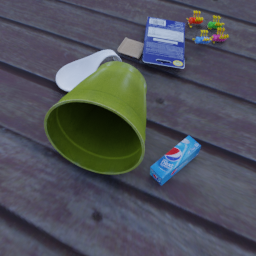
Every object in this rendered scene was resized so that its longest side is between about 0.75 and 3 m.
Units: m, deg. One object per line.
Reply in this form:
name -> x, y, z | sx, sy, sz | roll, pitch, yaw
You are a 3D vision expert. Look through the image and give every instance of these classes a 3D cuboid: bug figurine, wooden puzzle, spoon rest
bug figurine -> 3.196, -3.944, 11.307 | 1.528, 0.507, 1.971 | 1, 53, -6
wooden puzzle -> 0.156, -3.084, 10.936 | 0.914, 0.212, 0.847 | 24, 60, 9
spoon rest -> -1.370, -2.110, 9.965 | 2.549, 0.773, 1.266 | -33, 63, -20

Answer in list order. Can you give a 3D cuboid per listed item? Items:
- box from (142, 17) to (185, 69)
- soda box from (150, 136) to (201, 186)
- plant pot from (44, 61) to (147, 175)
box -> 1.389, -3.217, 10.790 | 1.578, 0.422, 2.605 | 10, 56, -2
soda box -> 1.372, 0.925, 8.092 | 1.562, 0.530, 0.501 | -37, 62, -18
plant pot -> -0.557, -0.517, 8.080 | 2.702, 2.702, 2.601 | 13, 46, 8
